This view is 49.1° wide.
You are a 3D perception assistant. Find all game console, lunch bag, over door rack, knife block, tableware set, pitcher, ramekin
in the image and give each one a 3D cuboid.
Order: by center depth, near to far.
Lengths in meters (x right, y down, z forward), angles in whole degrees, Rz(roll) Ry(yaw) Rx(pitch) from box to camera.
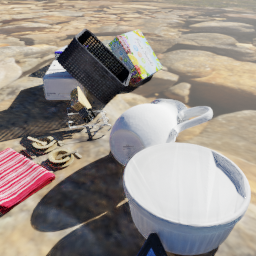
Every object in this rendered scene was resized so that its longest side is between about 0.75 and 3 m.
[{"bbox_3d":[0.565,2.378,4.107,0.743,1.072,1.256,-11,21,37],"label":"game console"},{"bbox_3d":[1.054,1.341,5.419,2.299,1.070,2.299,0,31,0],"label":"ramekin"},{"bbox_3d":[0.855,-0.005,7.077,2.106,1.488,2.455,-7,17,36],"label":"pitcher"},{"bbox_3d":[-2.023,0.557,7.431,1.001,0.304,1.515,-27,41,-37],"label":"tableware set"},{"bbox_3d":[-1.212,-0.204,8.495,1.270,0.423,0.938,3,30,-19],"label":"over door rack"},{"bbox_3d":[-1.353,-0.672,8.583,0.316,0.867,0.987,-31,47,18],"label":"knife block"},{"bbox_3d":[-0.561,-3.359,12.968,2.045,1.202,1.677,11,33,26],"label":"lunch bag"}]

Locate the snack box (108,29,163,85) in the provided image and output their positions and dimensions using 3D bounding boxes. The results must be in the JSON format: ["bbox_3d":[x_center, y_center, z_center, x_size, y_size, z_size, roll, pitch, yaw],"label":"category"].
[{"bbox_3d":[0.353,-2.994,11.724,0.669,1.978,1.668,-26,6,46],"label":"snack box"}]

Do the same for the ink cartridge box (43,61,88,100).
[{"bbox_3d":[-2.305,-1.911,10.904,1.498,0.865,2.060,-1,32,-2],"label":"ink cartridge box"}]

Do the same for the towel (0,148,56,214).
[{"bbox_3d":[-2.851,1.120,6.606,1.957,0.220,1.415,21,37,31],"label":"towel"}]

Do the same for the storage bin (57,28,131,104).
[{"bbox_3d":[-1.128,-2.171,9.915,2.335,1.095,1.579,41,29,-16],"label":"storage bin"}]

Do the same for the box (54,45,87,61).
[{"bbox_3d":[-2.476,-3.378,13.352,1.422,0.811,1.546,9,33,15],"label":"box"}]
